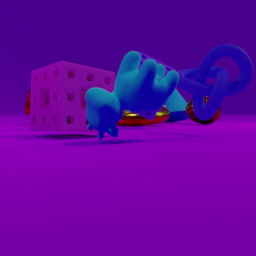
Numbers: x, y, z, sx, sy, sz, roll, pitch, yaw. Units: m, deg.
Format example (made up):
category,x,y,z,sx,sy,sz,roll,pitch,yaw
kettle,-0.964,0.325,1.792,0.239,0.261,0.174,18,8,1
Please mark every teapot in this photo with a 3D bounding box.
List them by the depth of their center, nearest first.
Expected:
category,x,y,z,sx,sy,sz,roll,pitch,yaw
teapot,2.821,-0.756,10.414,1.295,1.020,2.083,16,-22,10

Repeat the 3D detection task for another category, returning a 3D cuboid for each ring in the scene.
category,x,y,z,sx,sy,sz,roll,pitch,yaw
ring,0.404,-0.434,9.556,2.066,0.413,2.066,-5,12,1

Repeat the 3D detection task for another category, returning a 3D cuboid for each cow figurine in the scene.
category,x,y,z,sx,sy,sz,roll,pitch,yaw
cow figurine,0.032,-0.395,3.860,1.242,1.222,0.682,11,20,-47

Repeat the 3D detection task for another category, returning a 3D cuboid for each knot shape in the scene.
category,x,y,z,sx,sy,sz,roll,pitch,yaw
knot shape,1.535,-0.792,5.234,1.458,1.364,0.674,-10,-35,35

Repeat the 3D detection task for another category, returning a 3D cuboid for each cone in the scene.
category,x,y,z,sx,sy,sz,roll,pitch,yaw
cone,2.045,-1.263,12.568,1.623,1.630,1.623,-5,-15,-1

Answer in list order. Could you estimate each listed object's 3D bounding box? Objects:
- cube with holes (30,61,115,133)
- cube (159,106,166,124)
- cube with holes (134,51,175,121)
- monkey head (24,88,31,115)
category,x,y,z,sx,sy,sz,roll,pitch,yaw
cube with holes,-0.964,-0.455,4.849,1.044,1.044,1.044,2,-1,-43
cube,1.020,-0.612,11.143,0.711,0.711,0.711,16,1,-6
cube with holes,0.470,-1.148,7.644,1.134,1.134,1.134,25,41,-6
monkey head,-3.396,-0.971,10.676,0.989,1.641,1.180,11,-38,-18
